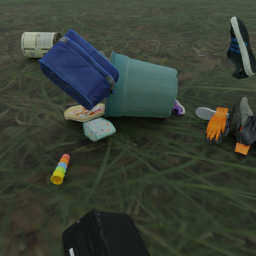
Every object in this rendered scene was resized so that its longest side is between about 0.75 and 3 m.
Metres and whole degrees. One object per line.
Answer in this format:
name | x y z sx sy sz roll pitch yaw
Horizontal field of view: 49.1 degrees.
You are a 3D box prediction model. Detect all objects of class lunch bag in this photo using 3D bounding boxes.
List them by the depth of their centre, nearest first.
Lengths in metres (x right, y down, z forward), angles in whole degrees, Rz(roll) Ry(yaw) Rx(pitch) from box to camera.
lunch bag | -1.457 -1.876 9.378 1.675 2.532 1.720 -52 8 -12
lunch bag | -1.130 0.099 11.155 0.931 0.667 1.093 -21 33 -31

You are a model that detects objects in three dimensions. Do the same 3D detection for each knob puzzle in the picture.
knob puzzle | -1.879 -0.660 12.531 2.368 0.328 2.368 -5 21 2

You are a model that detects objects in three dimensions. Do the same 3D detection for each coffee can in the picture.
coffee can | -5.762 -5.621 19.023 2.321 1.699 1.699 3 33 5

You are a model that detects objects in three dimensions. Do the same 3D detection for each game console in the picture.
game console | -0.554 3.044 6.946 1.681 1.113 1.912 -37 34 -1

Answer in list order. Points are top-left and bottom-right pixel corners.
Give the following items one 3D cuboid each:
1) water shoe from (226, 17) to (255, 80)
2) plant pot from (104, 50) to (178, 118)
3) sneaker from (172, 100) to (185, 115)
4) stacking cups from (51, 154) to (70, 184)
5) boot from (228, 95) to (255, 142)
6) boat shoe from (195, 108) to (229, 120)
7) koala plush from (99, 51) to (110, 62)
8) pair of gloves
water shoe | 4.100 -3.029 10.651 0.853 2.387 0.942 0 -15 -43
plant pot | 0.527 -1.669 12.200 2.849 2.909 2.909 8 33 -4
sneaker | 2.198 -0.974 13.041 0.464 0.448 1.112 -18 37 -16
stacking cups | -2.268 1.328 9.497 0.389 0.389 1.285 0 32 1
boot | 5.222 -0.194 11.618 1.935 1.003 2.962 23 38 12
boat shoe | 3.748 -0.607 12.446 1.467 0.503 0.415 13 18 23
koala plush | -1.484 -4.296 17.848 1.057 0.971 0.937 27 41 17
pair of gloves | 3.924 0.059 10.579 1.833 1.633 0.227 19 -7 31
